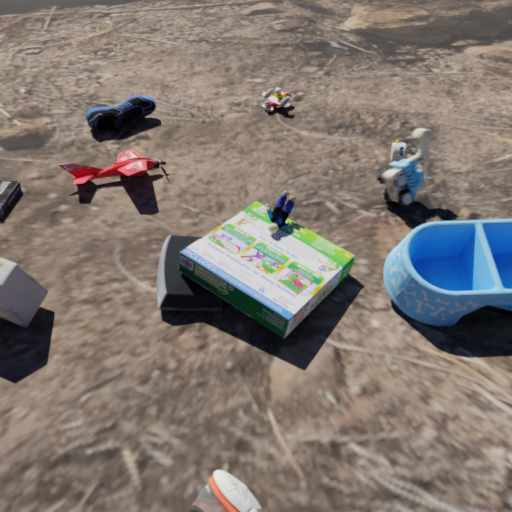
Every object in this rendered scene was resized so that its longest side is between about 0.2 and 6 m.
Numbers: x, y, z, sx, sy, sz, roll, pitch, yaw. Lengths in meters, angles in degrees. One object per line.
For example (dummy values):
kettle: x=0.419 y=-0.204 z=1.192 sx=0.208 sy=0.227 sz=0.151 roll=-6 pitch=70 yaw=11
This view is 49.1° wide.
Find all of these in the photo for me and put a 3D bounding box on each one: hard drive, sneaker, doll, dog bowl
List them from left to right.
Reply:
sneaker: x=-3.374 y=-3.560 z=14.308 sx=1.841 sy=0.646 sz=0.717 roll=-21 pitch=48 yaw=-16
hard drive: x=-1.118 y=0.245 z=9.702 sx=1.170 sy=0.367 sz=1.735 roll=3 pitch=39 yaw=-7
sneaker: x=-0.042 y=3.280 z=5.948 sx=0.810 sy=0.762 sz=1.977 roll=-43 pitch=51 yaw=-5
doll: x=0.410 y=-0.751 z=9.894 sx=0.573 sy=0.203 sz=0.839 roll=35 pitch=62 yaw=-18
dog bowl: x=3.682 y=0.187 z=9.141 sx=3.067 sy=0.760 sz=1.709 roll=-2 pitch=57 yaw=-3

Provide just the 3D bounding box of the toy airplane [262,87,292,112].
toy airplane: x=0.539 y=-4.248 z=15.141 sx=0.814 sy=0.575 sz=0.811 roll=5 pitch=40 yaw=5

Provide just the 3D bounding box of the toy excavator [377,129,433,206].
toy excavator: x=3.146 y=-1.811 z=11.437 sx=1.277 sy=1.242 sz=0.638 roll=-30 pitch=24 yaw=-16

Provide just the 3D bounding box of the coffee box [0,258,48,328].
coffee box: x=-4.443 y=0.395 z=8.913 sx=1.834 sy=1.049 sz=0.731 roll=16 pitch=65 yaw=18

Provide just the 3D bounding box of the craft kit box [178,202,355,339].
craft kit box: x=0.210 y=0.115 z=9.489 sx=2.195 sy=0.533 sz=2.168 roll=31 pitch=46 yaw=22

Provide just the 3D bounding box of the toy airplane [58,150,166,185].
toy airplane: x=-3.101 y=-1.894 z=12.264 sx=2.301 sy=0.423 sz=2.301 roll=-1 pitch=22 yaw=0

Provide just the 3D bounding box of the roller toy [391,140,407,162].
roller toy: x=3.305 y=-2.381 z=12.942 sx=0.341 sy=0.489 sz=0.446 roll=4 pitch=48 yaw=8

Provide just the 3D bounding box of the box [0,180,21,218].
box: x=-5.812 y=-1.203 z=11.634 sx=1.498 sy=0.270 sz=1.071 roll=1 pitch=40 yaw=4
